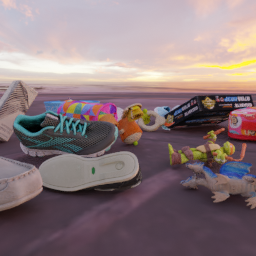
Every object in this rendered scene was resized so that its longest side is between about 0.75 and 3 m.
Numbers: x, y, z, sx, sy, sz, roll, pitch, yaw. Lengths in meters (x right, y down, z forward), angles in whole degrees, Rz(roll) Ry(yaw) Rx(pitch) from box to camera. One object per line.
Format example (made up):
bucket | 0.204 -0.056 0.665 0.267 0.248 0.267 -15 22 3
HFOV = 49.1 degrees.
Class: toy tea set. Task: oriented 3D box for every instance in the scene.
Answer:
toy tea set | -0.372 0.165 6.009 1.787 0.661 1.063 -21 -20 -14

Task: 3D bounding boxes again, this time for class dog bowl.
dog bowl | -2.469 -0.890 12.545 2.466 0.611 1.374 -4 10 -21

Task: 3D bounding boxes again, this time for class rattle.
rattle | 0.848 -0.053 8.409 1.062 0.758 0.691 9 48 11

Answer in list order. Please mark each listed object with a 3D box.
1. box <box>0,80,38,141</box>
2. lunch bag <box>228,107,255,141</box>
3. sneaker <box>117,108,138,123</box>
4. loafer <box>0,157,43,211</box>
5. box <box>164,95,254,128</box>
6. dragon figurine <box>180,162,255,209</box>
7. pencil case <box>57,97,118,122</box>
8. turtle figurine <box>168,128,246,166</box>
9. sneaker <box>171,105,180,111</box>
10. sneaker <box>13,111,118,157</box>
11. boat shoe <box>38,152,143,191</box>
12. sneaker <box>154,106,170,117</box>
box | -2.868 -0.438 6.833 0.493 1.441 0.592 5 -26 45
lunch bag | 3.443 -0.083 6.887 1.854 0.759 1.633 4 10 23
sneaker | -0.448 -0.383 9.290 1.721 0.609 0.629 -6 11 -34
loafer | -2.158 0.425 3.290 2.515 0.878 0.879 3 9 17
box | 2.409 -0.489 8.426 2.099 0.483 1.668 -4 -14 -27
dragon figurine | 1.331 0.649 3.414 1.367 0.402 0.680 1 9 11
pencil case | -1.233 -0.375 8.360 0.972 0.972 2.200 -8 14 -42
turtle figurine | 1.304 0.394 4.826 1.177 0.470 1.459 -7 18 8
sneaker | 2.455 -0.518 10.198 1.859 0.711 0.751 -3 12 28
sneaker | -1.174 0.079 5.020 1.954 0.758 0.891 -5 -35 8
boat shoe | -0.519 0.637 3.732 1.429 0.513 0.483 -5 -30 13
sneaker | 1.290 -0.546 10.036 0.566 0.511 1.382 -32 12 14
